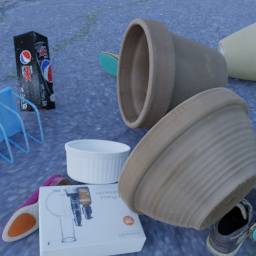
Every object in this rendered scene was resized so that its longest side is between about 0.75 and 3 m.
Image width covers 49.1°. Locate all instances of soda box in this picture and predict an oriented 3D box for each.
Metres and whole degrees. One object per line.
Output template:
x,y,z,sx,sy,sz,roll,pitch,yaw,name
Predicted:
-2.856,-1.682,8.583,0.818,2.313,0.732,-7,-1,20,soda box

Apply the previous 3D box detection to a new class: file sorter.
-3.366,0.191,7.041,1.291,1.460,2.104,28,45,26,file sorter

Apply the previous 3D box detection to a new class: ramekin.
-0.704,0.747,6.446,1.481,0.722,1.481,5,8,-1,ramekin

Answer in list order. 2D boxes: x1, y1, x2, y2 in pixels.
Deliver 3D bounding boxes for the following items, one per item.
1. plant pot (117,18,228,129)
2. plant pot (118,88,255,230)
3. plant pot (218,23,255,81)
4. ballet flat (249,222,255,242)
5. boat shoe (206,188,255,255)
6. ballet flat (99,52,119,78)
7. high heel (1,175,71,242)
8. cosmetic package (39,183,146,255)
1.212,-1.376,7.660,2.475,2.838,2.838,0,36,-19,plant pot
1.364,0.834,5.062,2.907,2.907,1.342,-24,54,-28,plant pot
4.879,-2.814,10.345,2.797,2.619,2.619,-7,36,10,plant pot
3.064,1.970,5.523,1.654,0.561,0.623,3,15,-5,ballet flat
2.240,1.753,5.575,0.699,0.688,1.876,25,44,29,boat shoe
-0.090,-2.245,10.813,2.460,0.844,0.775,38,42,27,ballet flat
-1.982,1.691,6.030,1.721,0.580,0.827,-39,14,-29,high heel
-0.750,1.759,5.444,1.858,0.480,1.401,1,38,-20,cosmetic package
